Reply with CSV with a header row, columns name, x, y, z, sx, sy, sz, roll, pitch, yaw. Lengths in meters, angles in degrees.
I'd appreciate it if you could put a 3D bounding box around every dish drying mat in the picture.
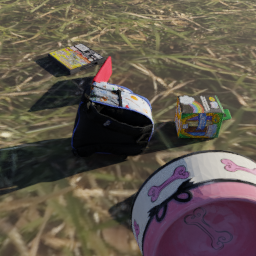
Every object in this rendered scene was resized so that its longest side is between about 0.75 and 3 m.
name,x,y,z,sx,sy,sz,roll,pitch,yaw
dish drying mat,-0.919,-1.859,10.099,0.179,0.756,1.967,5,38,10

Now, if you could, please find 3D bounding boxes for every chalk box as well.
name,x,y,z,sx,sy,sz,roll,pitch,yaw
chalk box,2.203,-0.333,8.195,1.510,0.936,0.943,1,39,0

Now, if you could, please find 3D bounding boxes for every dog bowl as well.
name,x,y,z,sx,sy,sz,roll,pitch,yaw
dog bowl,1.303,1.647,4.348,2.491,2.491,0.919,-1,22,-1

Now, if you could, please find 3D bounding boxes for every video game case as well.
name,x,y,z,sx,sy,sz,roll,pitch,yaw
video game case,-2.181,-2.976,11.888,1.716,0.242,1.899,-28,48,-29

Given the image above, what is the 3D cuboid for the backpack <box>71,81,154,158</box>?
name,x,y,z,sx,sy,sz,roll,pitch,yaw
backpack,-0.352,-0.155,7.324,1.975,2.073,1.597,16,45,-8
